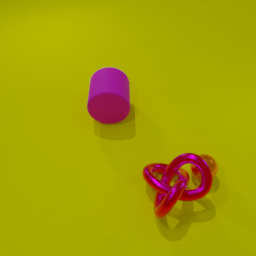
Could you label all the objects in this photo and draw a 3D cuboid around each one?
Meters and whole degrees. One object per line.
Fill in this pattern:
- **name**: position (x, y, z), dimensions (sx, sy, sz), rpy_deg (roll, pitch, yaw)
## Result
- **ball**: position (2.011, 1.043, 7.413), dimensions (0.719, 0.719, 0.719), rpy_deg (0, 49, 0)
- **knot shape**: position (1.234, 1.284, 6.848), dimensions (1.646, 0.813, 1.759), rpy_deg (-25, 33, 16)
- **cylinder**: position (-0.586, -1.015, 8.779), dimensions (1.288, 1.288, 1.288), rpy_deg (-1, 46, -1)
